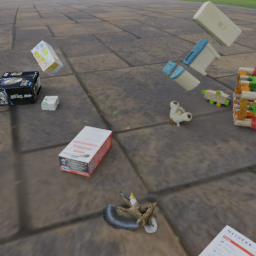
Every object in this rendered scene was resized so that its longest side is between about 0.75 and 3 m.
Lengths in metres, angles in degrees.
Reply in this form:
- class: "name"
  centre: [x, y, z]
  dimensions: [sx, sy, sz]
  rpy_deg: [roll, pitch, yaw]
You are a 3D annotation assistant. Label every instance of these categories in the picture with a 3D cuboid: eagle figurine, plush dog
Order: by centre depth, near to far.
- class: "eagle figurine"
  centre: [0.111, 1.962, 6.679]
  dimensions: [1.201, 0.907, 0.912]
  rpy_deg: [-12, -27, 43]
- class: "plush dog"
  centre: [1.964, -0.527, 10.809]
  dimensions: [0.992, 0.796, 0.852]
  rpy_deg: [43, 30, 12]

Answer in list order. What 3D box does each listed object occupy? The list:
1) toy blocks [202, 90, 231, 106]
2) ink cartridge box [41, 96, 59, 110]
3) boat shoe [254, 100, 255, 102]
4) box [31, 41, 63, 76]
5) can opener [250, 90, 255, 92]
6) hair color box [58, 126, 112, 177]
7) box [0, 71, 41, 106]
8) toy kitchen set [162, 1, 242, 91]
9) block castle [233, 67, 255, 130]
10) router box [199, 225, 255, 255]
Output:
- class: "toy blocks"
  centre: [3.969, -1.400, 12.290]
  dimensions: [1.246, 0.623, 0.852]
  rpy_deg: [24, 28, 32]
- class: "ink cartridge box"
  centre: [-3.294, -1.059, 11.862]
  dimensions: [0.554, 0.319, 0.760]
  rpy_deg: [0, 31, 0]
- class: "boat shoe"
  centre: [5.383, -0.958, 11.761]
  dimensions: [0.266, 0.291, 0.808]
  rpy_deg: [19, 33, 19]
- class: "box"
  centre: [-3.008, -2.588, 10.440]
  dimensions: [1.092, 0.614, 0.553]
  rpy_deg: [56, 12, 19]
- class: "can opener"
  centre: [5.739, -1.513, 12.555]
  dimensions: [0.470, 0.379, 1.195]
  rpy_deg: [-5, 31, -10]
- class: "hair color box"
  centre: [-1.272, 0.674, 8.789]
  dimensions: [0.995, 0.574, 1.795]
  rpy_deg: [11, 32, 16]
- class: "box"
  centre: [-4.901, -1.834, 12.626]
  dimensions: [1.600, 0.841, 1.953]
  rpy_deg: [-4, 32, -5]
- class: "toy kitchen set"
  centre: [2.272, -2.926, 10.149]
  dimensions: [1.521, 2.582, 2.068]
  rpy_deg: [35, 13, -16]
- class: "block castle"
  centre: [4.761, -1.174, 10.716]
  dimensions: [1.146, 1.632, 2.443]
  rpy_deg: [7, 37, 13]
- class: "router box"
  centre: [2.176, 3.025, 4.966]
  dimensions: [1.900, 0.517, 2.117]
  rpy_deg: [-26, 40, -36]
